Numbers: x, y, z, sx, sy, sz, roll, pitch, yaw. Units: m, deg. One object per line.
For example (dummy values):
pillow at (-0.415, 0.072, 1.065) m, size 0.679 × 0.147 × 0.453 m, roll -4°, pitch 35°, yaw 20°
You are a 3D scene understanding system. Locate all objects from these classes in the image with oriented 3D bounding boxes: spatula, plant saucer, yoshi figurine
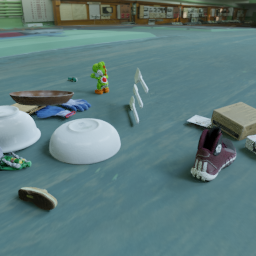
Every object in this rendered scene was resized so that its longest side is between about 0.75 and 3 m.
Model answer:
spatula at (0.375, -1.371, 11.555) m, size 0.206 × 1.781 × 2.561 m, roll 12°, pitch 24°, yaw -11°
plant saucer at (-2.391, -0.849, 7.860) m, size 1.730 × 0.298 × 1.730 m, roll 1°, pitch 14°, yaw 0°
yoshi figurine at (-1.438, -2.599, 14.265) m, size 0.908 × 1.621 × 0.911 m, roll 1°, pitch 26°, yaw 4°

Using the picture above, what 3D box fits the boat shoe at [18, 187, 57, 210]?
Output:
boat shoe at (-2.137, 1.645, 6.871) m, size 1.167 × 0.418 × 0.445 m, roll 14°, pitch 17°, yaw 27°

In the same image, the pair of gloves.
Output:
pair of gloves at (-2.867, -0.853, 12.217) m, size 1.908 × 0.270 × 2.374 m, roll 11°, pitch 27°, yaw 25°

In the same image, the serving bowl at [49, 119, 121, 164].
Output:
serving bowl at (-1.435, 0.247, 9.309) m, size 2.380 × 0.783 × 2.380 m, roll 0°, pitch 25°, yaw 0°

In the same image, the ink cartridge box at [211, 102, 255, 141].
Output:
ink cartridge box at (4.185, -0.297, 10.448) m, size 1.673 × 0.628 × 1.378 m, roll -16°, pitch 37°, yaw -30°

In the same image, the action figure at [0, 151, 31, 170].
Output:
action figure at (-3.540, 0.975, 8.288) m, size 1.455 × 0.398 × 0.860 m, roll 7°, pitch 23°, yaw 7°

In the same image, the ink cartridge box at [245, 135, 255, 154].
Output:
ink cartridge box at (4.378, 0.603, 8.988) m, size 0.700 × 0.404 × 0.964 m, roll -8°, pitch 27°, yaw -17°

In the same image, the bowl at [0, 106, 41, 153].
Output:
bowl at (-4.279, -0.102, 9.599) m, size 2.363 × 1.062 × 2.363 m, roll 0°, pitch 22°, yaw 0°

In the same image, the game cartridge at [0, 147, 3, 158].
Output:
game cartridge at (-4.919, 1.158, 7.257) m, size 1.965 × 0.596 × 2.947 m, roll 17°, pitch 39°, yaw 25°

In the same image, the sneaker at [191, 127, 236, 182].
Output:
sneaker at (2.644, 0.474, 8.158) m, size 0.885 × 1.351 × 2.339 m, roll 16°, pitch 30°, yaw 30°

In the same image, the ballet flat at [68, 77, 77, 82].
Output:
ballet flat at (-3.197, -2.869, 16.461) m, size 0.766 × 0.266 × 0.266 m, roll 17°, pitch 30°, yaw 32°

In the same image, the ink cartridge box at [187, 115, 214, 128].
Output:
ink cartridge box at (2.861, -0.206, 10.929) m, size 0.893 × 0.194 × 0.775 m, roll 21°, pitch 34°, yaw 36°

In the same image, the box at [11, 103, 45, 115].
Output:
box at (-4.429, -0.869, 11.935) m, size 1.773 × 0.189 × 1.449 m, roll 1°, pitch 24°, yaw 28°
